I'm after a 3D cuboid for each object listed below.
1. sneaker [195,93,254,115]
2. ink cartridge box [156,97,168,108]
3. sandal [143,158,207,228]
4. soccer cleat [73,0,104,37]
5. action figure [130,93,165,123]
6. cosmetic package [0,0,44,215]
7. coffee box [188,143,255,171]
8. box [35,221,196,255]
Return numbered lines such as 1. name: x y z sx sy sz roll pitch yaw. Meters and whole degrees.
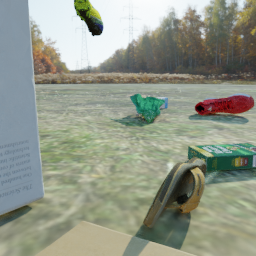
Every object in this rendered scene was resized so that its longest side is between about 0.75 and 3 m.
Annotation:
1. sneaker: 3.617 -0.778 10.869 1.266 0.858 2.191 -22 10 -42
2. ink cartridge box: 1.456 -1.206 13.387 0.779 0.488 0.501 -2 11 -12
3. sandal: 0.704 0.737 3.328 0.428 0.636 1.583 30 20 26
4. soccer cleat: -1.452 -4.322 10.441 0.650 0.841 2.010 -1 -26 18
5. action figure: 0.742 -0.708 10.348 1.457 0.674 2.466 2 18 2
6. cosmetic package: -2.498 -0.306 2.720 1.677 2.729 2.720 5 11 38
7. coffee box: 1.812 0.502 5.041 1.272 0.280 0.782 -2 11 -10
8. box: -0.030 1.172 1.850 1.673 0.178 1.367 5 12 28
